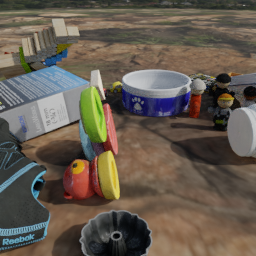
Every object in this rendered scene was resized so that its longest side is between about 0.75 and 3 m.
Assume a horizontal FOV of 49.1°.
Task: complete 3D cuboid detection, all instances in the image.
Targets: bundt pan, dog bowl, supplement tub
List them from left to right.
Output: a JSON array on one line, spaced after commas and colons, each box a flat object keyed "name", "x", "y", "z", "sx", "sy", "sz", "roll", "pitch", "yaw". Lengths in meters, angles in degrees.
[{"name": "bundt pan", "x": -0.147, "y": 1.524, "z": 3.646, "sx": 0.934, "sy": 0.351, "sz": 0.934, "roll": -1, "pitch": 27, "yaw": 0}, {"name": "dog bowl", "x": 0.820, "y": -1.076, "z": 8.238, "sx": 1.989, "sy": 0.784, "sz": 1.989, "roll": 0, "pitch": 27, "yaw": 0}, {"name": "supplement tub", "x": 2.993, "y": 0.036, "z": 5.699, "sx": 1.576, "sy": 1.106, "sz": 1.106, "roll": -4, "pitch": 27, "yaw": -7}]

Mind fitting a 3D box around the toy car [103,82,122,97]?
[{"name": "toy car", "x": -0.889, "y": -1.361, "z": 9.306, "sx": 1.343, "sy": 0.318, "sz": 1.427, "roll": 23, "pitch": 35, "yaw": 37}]

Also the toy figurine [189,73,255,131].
[{"name": "toy figurine", "x": 2.446, "y": -0.725, "z": 7.265, "sx": 1.509, "sy": 1.050, "sz": 1.486, "roll": -13, "pitch": 30, "yaw": -25}]

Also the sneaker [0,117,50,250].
[{"name": "sneaker", "x": -2.027, "y": 0.771, "z": 4.614, "sx": 1.224, "sy": 1.094, "sz": 2.988, "roll": 5, "pitch": 30, "yaw": -24}]

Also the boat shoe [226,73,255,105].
[{"name": "boat shoe", "x": 3.531, "y": -1.063, "z": 8.022, "sx": 1.055, "sy": 0.964, "sz": 2.933, "roll": -9, "pitch": 7, "yaw": -9}]

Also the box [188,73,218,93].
[{"name": "box", "x": 2.652, "y": -1.589, "z": 9.782, "sx": 0.989, "sy": 0.305, "sz": 1.238, "roll": -20, "pitch": 33, "yaw": -37}]

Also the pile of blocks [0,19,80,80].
[{"name": "pile of blocks", "x": -2.555, "y": -2.278, "z": 8.130, "sx": 2.721, "sy": 1.117, "sz": 0.846, "roll": -23, "pitch": 67, "yaw": 15}]

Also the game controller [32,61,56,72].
[{"name": "game controller", "x": -3.857, "y": -2.549, "z": 11.592, "sx": 1.690, "sy": 0.356, "sz": 0.882, "roll": 2, "pitch": 27, "yaw": 6}]

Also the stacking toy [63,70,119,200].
[{"name": "stacking toy", "x": -0.762, "y": 0.101, "z": 4.934, "sx": 0.865, "sy": 1.854, "sz": 2.048, "roll": -11, "pitch": 28, "yaw": 3}]

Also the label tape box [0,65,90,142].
[{"name": "label tape box", "x": -2.650, "y": -0.588, "z": 7.026, "sx": 2.926, "sy": 0.926, "sz": 2.110, "roll": -24, "pitch": 35, "yaw": -29}]

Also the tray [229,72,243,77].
[{"name": "tray", "x": 3.872, "y": -1.859, "z": 10.450, "sx": 0.469, "sy": 0.176, "sz": 0.951, "roll": 22, "pitch": 35, "yaw": 35}]
